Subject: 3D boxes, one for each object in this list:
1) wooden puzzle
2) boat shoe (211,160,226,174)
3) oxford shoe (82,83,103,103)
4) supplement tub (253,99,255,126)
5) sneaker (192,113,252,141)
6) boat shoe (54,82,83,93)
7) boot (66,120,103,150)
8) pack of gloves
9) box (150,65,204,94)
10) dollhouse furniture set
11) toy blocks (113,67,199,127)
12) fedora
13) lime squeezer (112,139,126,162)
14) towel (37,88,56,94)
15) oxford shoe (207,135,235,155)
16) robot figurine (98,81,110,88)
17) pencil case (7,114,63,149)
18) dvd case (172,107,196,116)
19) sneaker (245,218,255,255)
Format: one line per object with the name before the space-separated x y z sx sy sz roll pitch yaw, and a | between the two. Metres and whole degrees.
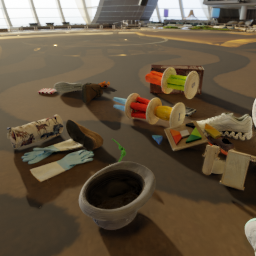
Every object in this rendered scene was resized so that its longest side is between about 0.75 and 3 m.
wooden puzzle | 1.898 0.201 9.238 1.989 0.233 1.342 -19 35 -6
boat shoe | 2.651 1.090 7.846 1.091 0.396 0.342 -5 -18 1
oxford shoe | -1.678 -1.747 13.373 0.910 0.783 2.155 3 25 4
supplement tub | 5.727 -0.547 9.770 2.160 1.566 1.566 -2 25 -5
sneaker | 3.213 -0.143 9.771 2.157 0.874 0.810 3 26 10
boat shoe | -3.081 -2.111 14.619 1.526 0.549 0.473 -2 4 -19
boot | -1.464 0.210 9.329 1.563 0.575 0.590 36 29 29
pack of gloves | -2.093 0.751 8.387 1.933 0.381 1.624 -20 30 -36
box | 2.443 -2.488 14.354 2.642 1.323 0.990 2 25 3
dollhouse furniture set | 3.011 1.062 7.824 1.566 0.897 1.837 14 4 27
toy blocks | 0.962 -1.347 10.984 2.933 1.065 2.445 17 73 33
fedora | -0.212 1.551 6.128 1.536 0.784 1.736 14 34 31
lime squeezer | -0.238 0.677 8.199 0.355 0.190 1.005 -32 49 25
towel | -4.168 -1.893 14.498 0.858 0.128 0.628 4 25 16
oxford shoe | 2.985 0.440 8.988 0.424 0.432 1.190 -12 27 -24
robot figurine | -1.385 -2.353 15.338 0.596 0.239 0.823 12 27 28
pencil case | -3.063 0.085 9.428 1.835 0.714 0.821 -21 40 -39
dvd case | 2.330 -0.750 11.978 0.947 0.117 0.712 19 31 36
sneaker | 2.213 2.347 4.300 1.544 0.858 2.207 -8 25 -19
